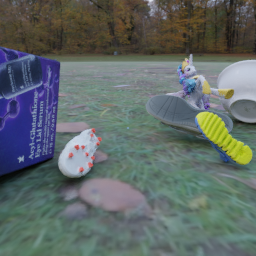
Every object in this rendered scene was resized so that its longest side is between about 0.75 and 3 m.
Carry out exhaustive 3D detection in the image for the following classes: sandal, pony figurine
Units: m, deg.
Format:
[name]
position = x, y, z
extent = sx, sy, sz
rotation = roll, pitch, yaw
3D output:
[sandal]
position = 1.730, 0.239, 5.363
extent = 0.502, 1.262, 0.549
rotation = -40, -3, -19
[pony figurine]
position = 1.867, -0.792, 7.737
extent = 1.681, 1.949, 2.019
rotation = -5, 38, -18

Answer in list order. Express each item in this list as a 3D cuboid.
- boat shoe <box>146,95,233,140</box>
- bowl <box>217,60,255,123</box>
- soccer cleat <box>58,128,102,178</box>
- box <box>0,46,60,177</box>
[boat shoe]
position = 1.395, -0.192, 6.673
extent = 2.075, 0.665, 0.765
rotation = 18, 62, 19
[bowl]
position = 3.529, -0.822, 8.049
extent = 2.124, 2.124, 0.955
rotation = 9, 57, 30
[soccer cleat]
position = -0.946, 0.505, 5.142
extent = 0.646, 0.577, 1.666
rotation = -30, 12, 15
[box]
position = -2.426, -0.307, 4.519
extent = 1.411, 2.002, 2.706
rotation = 8, 9, 16
